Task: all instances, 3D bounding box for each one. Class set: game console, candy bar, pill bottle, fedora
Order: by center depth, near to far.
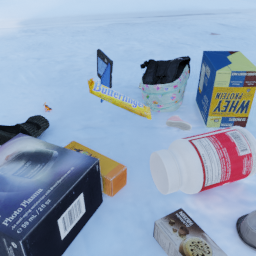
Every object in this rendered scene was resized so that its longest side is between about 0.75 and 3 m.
[{"bbox_3d":[3.381,2.428,6.928,1.360,0.614,1.203,-7,34,-11],"label":"fedora"},{"bbox_3d":[2.205,0.982,8.226,2.902,1.629,1.629,-12,35,-16],"label":"pill bottle"},{"bbox_3d":[-0.238,-0.887,8.890,2.494,0.276,0.622,23,43,-31],"label":"candy bar"},{"bbox_3d":[-1.142,-2.116,11.447,0.963,1.627,1.389,-33,66,-24],"label":"game console"}]

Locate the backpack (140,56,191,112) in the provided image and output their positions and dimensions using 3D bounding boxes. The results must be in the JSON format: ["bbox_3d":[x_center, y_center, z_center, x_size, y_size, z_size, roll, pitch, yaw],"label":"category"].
[{"bbox_3d":[1.656,-1.987,12.465,2.405,1.824,2.882,-7,30,20],"label":"backpack"}]

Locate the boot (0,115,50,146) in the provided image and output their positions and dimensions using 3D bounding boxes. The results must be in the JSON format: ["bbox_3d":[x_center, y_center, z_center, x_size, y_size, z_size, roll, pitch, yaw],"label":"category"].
[{"bbox_3d":[-4.127,0.015,10.457,2.016,0.759,1.507,17,42,6],"label":"boot"}]

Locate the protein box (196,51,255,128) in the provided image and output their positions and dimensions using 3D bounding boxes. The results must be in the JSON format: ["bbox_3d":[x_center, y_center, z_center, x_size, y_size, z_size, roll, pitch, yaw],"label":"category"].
[{"bbox_3d":[3.939,-1.644,11.532,1.621,2.402,2.385,0,33,1],"label":"protein box"}]

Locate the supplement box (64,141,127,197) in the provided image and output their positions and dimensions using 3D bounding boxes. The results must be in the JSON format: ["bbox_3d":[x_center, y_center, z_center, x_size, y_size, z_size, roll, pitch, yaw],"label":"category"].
[{"bbox_3d":[-1.144,1.206,8.692,2.287,0.787,0.761,24,39,30],"label":"supplement box"}]

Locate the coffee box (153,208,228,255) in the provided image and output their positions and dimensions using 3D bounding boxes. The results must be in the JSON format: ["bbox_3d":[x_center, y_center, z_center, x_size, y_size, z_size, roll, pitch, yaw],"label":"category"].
[{"bbox_3d":[1.371,2.712,6.482,0.872,0.616,1.543,-18,37,-25],"label":"coffee box"}]

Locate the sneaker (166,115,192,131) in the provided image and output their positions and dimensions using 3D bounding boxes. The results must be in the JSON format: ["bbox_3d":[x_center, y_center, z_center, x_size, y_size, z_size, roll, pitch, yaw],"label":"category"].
[{"bbox_3d":[2.100,-0.243,11.225,1.057,0.398,0.553,13,40,26],"label":"sneaker"}]

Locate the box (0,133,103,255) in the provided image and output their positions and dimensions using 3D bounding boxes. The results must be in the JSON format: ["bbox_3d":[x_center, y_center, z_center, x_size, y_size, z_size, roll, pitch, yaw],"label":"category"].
[{"bbox_3d":[-2.538,1.749,6.990,2.759,1.714,2.781,14,35,23],"label":"box"}]

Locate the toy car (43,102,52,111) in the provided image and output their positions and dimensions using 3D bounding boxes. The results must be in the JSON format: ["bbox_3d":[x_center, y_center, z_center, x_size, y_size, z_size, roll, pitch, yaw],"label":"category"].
[{"bbox_3d":[-3.616,-0.904,12.522,0.258,0.380,0.775,-53,24,1],"label":"toy car"}]

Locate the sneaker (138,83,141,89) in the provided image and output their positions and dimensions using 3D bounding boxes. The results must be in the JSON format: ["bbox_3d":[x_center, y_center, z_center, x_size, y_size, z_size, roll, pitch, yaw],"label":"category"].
[{"bbox_3d":[0.910,-2.251,14.360,0.802,0.355,0.308,-16,36,-23],"label":"sneaker"}]
